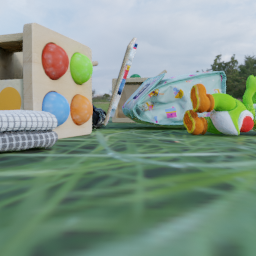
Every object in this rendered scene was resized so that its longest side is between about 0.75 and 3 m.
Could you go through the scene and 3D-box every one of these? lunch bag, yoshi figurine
[{"bbox_3d":[1.203,-0.789,8.354,2.706,1.650,2.305,-10,8,-9],"label":"lunch bag"},{"bbox_3d":[2.370,-0.440,5.948,2.272,1.272,1.277,3,-4,-6],"label":"yoshi figurine"}]

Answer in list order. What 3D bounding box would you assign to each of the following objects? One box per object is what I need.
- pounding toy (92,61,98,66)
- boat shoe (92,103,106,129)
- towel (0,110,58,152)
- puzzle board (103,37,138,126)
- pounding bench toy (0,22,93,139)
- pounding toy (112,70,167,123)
[{"bbox_3d":[-1.707,-0.933,9.378,1.182,2.548,1.967,37,26,25],"label":"pounding toy"},{"bbox_3d":[-0.997,-0.416,8.120,0.779,0.903,2.485,-3,-1,-3],"label":"boat shoe"},{"bbox_3d":[-1.591,0.040,3.547,1.169,0.500,0.968,5,7,43],"label":"towel"},{"bbox_3d":[-0.122,-1.339,7.416,0.223,1.927,2.557,18,22,-2],"label":"puzzle board"},{"bbox_3d":[-1.740,-0.793,5.984,2.336,1.860,2.994,1,3,21],"label":"pounding bench toy"},{"bbox_3d":[0.603,-1.560,13.282,2.370,2.574,1.830,1,3,12],"label":"pounding toy"}]
